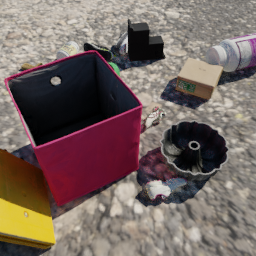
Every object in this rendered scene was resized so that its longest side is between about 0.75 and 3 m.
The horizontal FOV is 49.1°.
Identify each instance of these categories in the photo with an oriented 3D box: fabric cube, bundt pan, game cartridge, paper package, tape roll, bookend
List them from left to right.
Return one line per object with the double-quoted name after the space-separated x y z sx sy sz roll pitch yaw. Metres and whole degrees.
-2.901 1.836 7.448 0.398 2.160 2.451 -32 52 8 "game cartridge"
-1.527 -0.043 8.497 2.903 2.950 2.959 -24 53 -18 "fabric cube"
-0.633 -1.759 9.514 0.214 0.891 0.891 -14 46 -43 "tape roll"
0.868 -4.026 12.729 1.727 1.738 0.801 -7 50 -5 "bookend"
2.096 0.814 9.150 2.200 0.826 2.200 0 48 0 "bundt pan"
2.958 -2.063 11.646 1.551 0.802 1.478 21 52 16 "paper package"

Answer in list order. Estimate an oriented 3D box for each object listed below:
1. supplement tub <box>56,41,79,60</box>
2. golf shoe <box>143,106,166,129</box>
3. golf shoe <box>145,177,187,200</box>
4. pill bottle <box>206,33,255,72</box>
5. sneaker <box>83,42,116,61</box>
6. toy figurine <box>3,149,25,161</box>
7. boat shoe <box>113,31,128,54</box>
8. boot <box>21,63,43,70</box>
-2.754 -3.465 12.902 0.725 0.725 1.001 18 52 15 "supplement tub"
0.983 -0.352 10.419 0.520 0.456 1.182 30 56 15 "golf shoe"
1.199 1.858 8.552 1.297 0.488 0.593 -9 64 -5 "golf shoe"
4.792 -3.263 12.291 2.514 1.411 1.411 -15 51 -13 "pill bottle"
-1.332 -3.584 13.234 1.704 0.611 0.705 29 34 21 "sneaker"
-3.772 1.371 8.714 1.138 0.804 1.156 20 50 13 "toy figurine"
-0.124 -4.382 13.761 0.684 0.724 2.018 19 59 14 "boat shoe"
-4.340 -2.816 12.668 0.753 0.249 0.660 19 52 17 "boot"
